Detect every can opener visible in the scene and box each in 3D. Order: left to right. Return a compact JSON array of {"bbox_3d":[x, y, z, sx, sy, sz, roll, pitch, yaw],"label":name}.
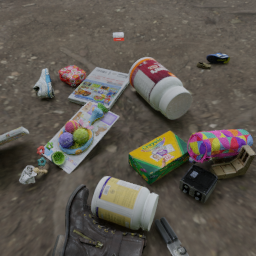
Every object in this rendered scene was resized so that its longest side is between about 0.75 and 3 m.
[{"bbox_3d":[1.207,3.206,7.906,0.391,0.491,1.467,-16,32,-15],"label":"can opener"}]

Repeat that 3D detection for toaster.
[{"bbox_3d":[2.315,1.785,9.188,0.966,0.634,1.068,28,50,27],"label":"toaster"}]

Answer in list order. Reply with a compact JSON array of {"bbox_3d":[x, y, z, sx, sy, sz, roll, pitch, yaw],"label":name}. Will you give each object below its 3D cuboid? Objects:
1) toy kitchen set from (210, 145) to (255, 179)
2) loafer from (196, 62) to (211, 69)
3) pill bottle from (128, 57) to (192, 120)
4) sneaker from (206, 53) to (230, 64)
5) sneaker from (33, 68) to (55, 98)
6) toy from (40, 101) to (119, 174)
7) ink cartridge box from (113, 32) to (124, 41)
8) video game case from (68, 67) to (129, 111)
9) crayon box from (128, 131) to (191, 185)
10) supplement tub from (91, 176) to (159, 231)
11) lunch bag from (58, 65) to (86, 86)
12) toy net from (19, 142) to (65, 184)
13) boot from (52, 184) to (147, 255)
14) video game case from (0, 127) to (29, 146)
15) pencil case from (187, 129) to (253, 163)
[{"bbox_3d":[3.463,1.017,9.684,1.177,1.062,0.960,-7,43,-14],"label":"toy kitchen set"},{"bbox_3d":[4.071,-3.365,15.016,0.791,0.267,0.301,9,44,9],"label":"loafer"},{"bbox_3d":[1.373,-1.763,12.283,1.626,1.626,2.969,-20,46,-21],"label":"pill bottle"},{"bbox_3d":[4.907,-3.856,15.418,1.311,0.485,0.539,3,42,-8],"label":"sneaker"},{"bbox_3d":[-4.096,-2.142,13.381,0.890,0.770,2.055,-15,45,-8],"label":"sneaker"},{"bbox_3d":[-1.869,0.091,10.537,1.673,0.686,2.905,28,62,28],"label":"toy"},{"bbox_3d":[-0.597,-5.777,17.681,0.674,0.237,0.829,-4,39,-5],"label":"ink cartridge box"},{"bbox_3d":[-1.260,-1.947,13.496,2.052,0.258,2.866,16,45,16],"label":"video game case"},{"bbox_3d":[1.163,1.011,10.045,2.017,0.588,1.198,-27,49,-26],"label":"crayon box"},{"bbox_3d":[-0.073,2.231,8.250,1.722,1.252,1.252,15,45,14],"label":"supplement tub"},{"bbox_3d":[-2.836,-2.607,14.001,1.293,0.530,1.139,34,53,31],"label":"lunch bag"},{"bbox_3d":[-2.977,1.205,9.539,0.334,0.908,1.731,-12,22,44],"label":"toy net"},{"bbox_3d":[-0.660,2.980,7.851,2.393,0.951,2.748,9,47,1],"label":"boot"},{"bbox_3d":[-4.409,0.450,9.820,1.745,1.917,0.219,-25,93,-15],"label":"video game case"},{"bbox_3d":[3.217,0.621,9.770,2.463,1.089,1.089,-7,41,-29],"label":"pencil case"}]
